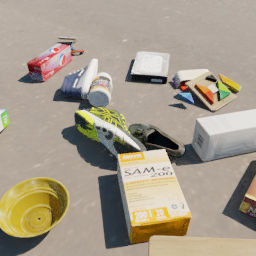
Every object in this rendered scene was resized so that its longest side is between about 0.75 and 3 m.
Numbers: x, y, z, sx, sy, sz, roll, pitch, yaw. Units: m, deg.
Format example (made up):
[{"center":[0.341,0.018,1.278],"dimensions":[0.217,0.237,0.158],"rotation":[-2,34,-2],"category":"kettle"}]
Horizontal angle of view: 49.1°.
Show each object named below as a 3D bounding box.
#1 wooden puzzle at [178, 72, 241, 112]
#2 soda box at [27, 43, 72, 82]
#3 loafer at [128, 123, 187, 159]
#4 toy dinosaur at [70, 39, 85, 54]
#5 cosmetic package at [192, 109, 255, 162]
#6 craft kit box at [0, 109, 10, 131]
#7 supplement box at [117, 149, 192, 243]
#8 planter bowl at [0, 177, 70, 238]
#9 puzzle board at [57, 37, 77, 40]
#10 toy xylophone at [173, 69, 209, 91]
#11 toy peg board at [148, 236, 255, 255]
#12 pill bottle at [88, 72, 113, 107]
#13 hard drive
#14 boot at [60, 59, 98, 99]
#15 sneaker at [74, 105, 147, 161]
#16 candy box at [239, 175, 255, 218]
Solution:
[{"center":[3.251,-1.500,10.867],"dimensions":[1.759,0.305,2.607],"rotation":[42,56,17],"category":"wooden puzzle"},{"center":[-3.458,-2.986,12.581],"dimensions":[0.737,0.813,2.324],"rotation":[14,41,17],"category":"soda box"},{"center":[0.832,0.288,8.571],"dimensions":[2.012,0.633,0.723],"rotation":[24,83,24],"category":"loafer"},{"center":[-2.837,-3.783,13.995],"dimensions":[1.209,0.700,1.332],"rotation":[18,81,0],"category":"toy dinosaur"},{"center":[3.104,0.212,8.483],"dimensions":[2.052,1.104,0.870],"rotation":[-9,38,-13],"category":"cosmetic package"},{"center":[-5.404,0.068,8.411],"dimensions":[2.694,0.654,2.661],"rotation":[-1,17,0],"category":"craft kit box"},{"center":[0.541,1.598,7.021],"dimensions":[1.377,0.803,2.185],"rotation":[-6,39,-9],"category":"supplement box"},{"center":[-2.170,2.002,6.646],"dimensions":[1.629,0.678,1.629],"rotation":[0,40,0],"category":"planter bowl"},{"center":[-3.224,-4.766,14.874],"dimensions":[0.971,0.085,0.732],"rotation":[3,10,-1],"category":"puzzle board"},{"center":[2.759,-1.959,11.614],"dimensions":[1.724,0.433,1.262],"rotation":[1,49,-1],"category":"toy xylophone"},{"center":[1.724,3.460,4.660],"dimensions":[2.809,1.374,2.798],"rotation":[1,55,3],"category":"toy peg board"},{"center":[-1.024,-1.497,10.764],"dimensions":[0.843,0.843,1.449],"rotation":[1,39,1],"category":"pill bottle"},{"center":[1.052,-2.787,12.657],"dimensions":[1.585,0.429,2.269],"rotation":[6,39,7],"category":"hard drive"},{"center":[-1.939,-2.139,11.473],"dimensions":[1.109,0.893,2.456],"rotation":[8,41,1],"category":"boot"},{"center":[-0.432,-0.006,8.748],"dimensions":[2.951,1.099,1.249],"rotation":[32,49,33],"category":"sneaker"},{"center":[3.992,1.508,7.266],"dimensions":[1.352,0.654,2.318],"rotation":[25,44,28],"category":"candy box"}]
